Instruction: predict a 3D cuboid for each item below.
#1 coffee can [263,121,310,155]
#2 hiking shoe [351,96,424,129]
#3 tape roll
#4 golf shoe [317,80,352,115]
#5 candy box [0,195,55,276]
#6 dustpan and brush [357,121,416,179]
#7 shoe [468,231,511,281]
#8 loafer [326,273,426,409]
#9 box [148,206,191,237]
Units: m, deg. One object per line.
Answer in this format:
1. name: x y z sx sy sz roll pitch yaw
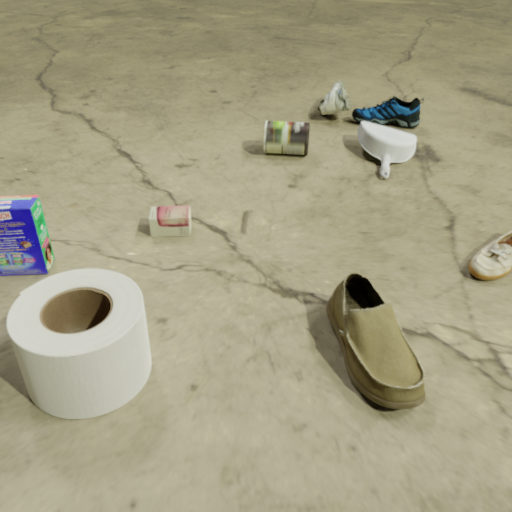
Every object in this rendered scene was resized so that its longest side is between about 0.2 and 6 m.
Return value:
1. coffee can: 0.769 -2.963 14.080 1.109 0.812 0.812 4 36 6
2. hiking shoe: 3.638 -4.091 15.618 1.902 0.824 0.707 5 36 8
3. tape roll: -2.433 1.198 7.918 1.818 1.248 1.818 0 36 0
4. golf shoe: 2.228 -4.588 16.395 0.971 0.782 1.998 -20 17 16
5. candy box: -4.353 -0.346 9.935 1.180 1.395 0.537 -2 36 -3
6. dustpan and brush: 3.222 -2.571 13.840 1.548 0.635 2.218 16 31 2
7. shoe: 4.633 -0.146 10.396 1.949 0.520 0.681 -27 43 -30
8. loafer: 1.692 1.170 8.300 0.951 0.844 2.502 -11 37 -15
9. box: -1.721 -0.699 11.248 0.802 0.437 0.513 -2 36 -3
